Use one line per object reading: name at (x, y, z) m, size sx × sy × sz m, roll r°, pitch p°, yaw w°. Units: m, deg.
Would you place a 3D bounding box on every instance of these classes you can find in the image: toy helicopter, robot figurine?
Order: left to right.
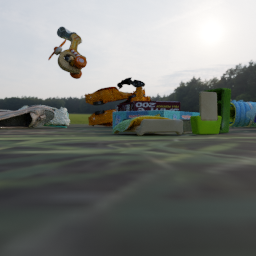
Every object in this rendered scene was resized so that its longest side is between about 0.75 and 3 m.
toy helicopter at (-2.174, -2.852, 10.464) m, size 1.313 × 1.986 × 0.783 m, roll 17°, pitch -37°, yaw -18°
robot figurine at (-0.364, -0.966, 11.490) m, size 2.742 × 1.988 × 0.798 m, roll -8°, pitch 0°, yaw 13°

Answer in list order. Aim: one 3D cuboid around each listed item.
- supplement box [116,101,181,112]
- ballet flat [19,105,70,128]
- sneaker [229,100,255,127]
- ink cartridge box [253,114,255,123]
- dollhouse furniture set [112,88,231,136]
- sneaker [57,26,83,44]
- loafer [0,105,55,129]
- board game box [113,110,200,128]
supplement box at (0.521, -0.407, 9.047) m, size 1.440 × 0.805 × 2.645 m, roll 0°, pitch 2°, yaw -14°
ballet flat at (-2.815, -0.338, 8.474) m, size 2.161 × 0.776 × 0.776 m, roll -1°, pitch 1°, yaw 1°
sneaker at (4.342, -0.552, 10.188) m, size 1.769 × 1.078 × 2.710 m, roll 2°, pitch 1°, yaw 20°
ink cartridge box at (4.414, -0.701, 6.976) m, size 2.949 × 1.396 × 0.547 m, roll 0°, pitch 22°, yaw -29°
dollhouse furniture set at (0.695, -0.256, 4.000) m, size 1.762 × 0.680 × 0.880 m, roll 0°, pitch 1°, yaw -24°
sneaker at (-2.697, -4.194, 12.853) m, size 1.486 × 0.523 × 0.596 m, roll 33°, pitch 5°, yaw 28°
loafer at (-2.722, -0.211, 7.358) m, size 1.756 × 0.631 × 0.552 m, roll -9°, pitch 23°, yaw -37°
board game box at (0.653, -0.135, 5.681) m, size 1.193 × 0.371 × 1.580 m, roll 1°, pitch 1°, yaw 40°
